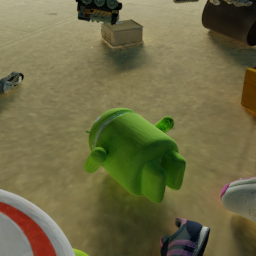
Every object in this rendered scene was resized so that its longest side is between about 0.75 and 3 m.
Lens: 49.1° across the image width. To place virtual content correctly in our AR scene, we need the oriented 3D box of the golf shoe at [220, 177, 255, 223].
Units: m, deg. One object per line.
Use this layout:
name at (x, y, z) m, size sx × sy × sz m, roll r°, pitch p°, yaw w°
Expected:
golf shoe at (2.849, 1.556, 4.630) m, size 2.683 × 1.010 × 1.228 m, roll 5°, pitch 41°, yaw 31°

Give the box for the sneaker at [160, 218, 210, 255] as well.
sneaker at (0.713, 2.118, 4.481) m, size 0.683 × 0.584 × 1.666 m, roll 19°, pitch 34°, yaw 30°

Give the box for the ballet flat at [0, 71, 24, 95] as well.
ballet flat at (-3.910, -1.482, 9.271) m, size 0.454 × 0.480 × 1.424 m, roll 10°, pitch 37°, yaw 7°

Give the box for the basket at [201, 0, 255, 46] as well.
basket at (5.100, -5.100, 12.806) m, size 1.911 × 2.534 × 2.810 m, roll 5°, pitch 40°, yaw -37°

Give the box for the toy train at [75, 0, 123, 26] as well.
toy train at (-0.709, -2.846, 6.688) m, size 1.130 × 0.644 × 0.482 m, roll 6°, pitch 26°, yaw -11°

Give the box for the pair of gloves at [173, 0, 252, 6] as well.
pair of gloves at (2.041, -3.582, 7.497) m, size 2.096 × 0.367 × 1.782 m, roll -4°, pitch 38°, yaw -4°

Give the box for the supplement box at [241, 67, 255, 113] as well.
supplement box at (4.541, -1.050, 7.916) m, size 1.757 × 1.167 × 1.733 m, roll -14°, pitch 30°, yaw -18°

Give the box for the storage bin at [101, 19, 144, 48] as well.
storage bin at (-0.292, -4.433, 12.971) m, size 1.563 × 0.732 × 1.551 m, roll -16°, pitch 39°, yaw -20°

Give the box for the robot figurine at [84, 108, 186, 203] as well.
robot figurine at (0.093, 0.467, 5.936) m, size 2.082 × 1.373 × 2.373 m, roll -26°, pitch 45°, yaw -28°

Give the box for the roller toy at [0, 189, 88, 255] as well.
roller toy at (-1.992, 2.151, 2.852) m, size 2.973 × 2.077 × 2.712 m, roll 27°, pitch 30°, yaw 6°
